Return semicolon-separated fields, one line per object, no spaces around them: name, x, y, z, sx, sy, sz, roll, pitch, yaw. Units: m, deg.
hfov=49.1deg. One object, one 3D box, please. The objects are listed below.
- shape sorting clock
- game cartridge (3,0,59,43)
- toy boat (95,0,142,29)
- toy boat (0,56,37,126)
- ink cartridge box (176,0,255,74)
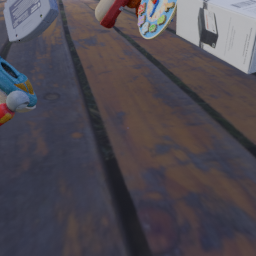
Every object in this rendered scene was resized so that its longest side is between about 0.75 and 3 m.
shape sorting clock;0.663;-2.829;6.248;0.328;1.673;1.673;8;26;-24
game cartridge;-2.657;-3.163;7.596;2.005;1.334;0.410;-16;-9;37
toy boat;0.194;-4.235;9.232;1.674;2.562;1.672;35;29;-17
toy boat;-1.844;-0.589;4.383;0.664;1.201;1.429;-37;40;9
ink cartridge box;2.098;-1.947;5.108;1.558;0.899;2.147;-18;40;-17
